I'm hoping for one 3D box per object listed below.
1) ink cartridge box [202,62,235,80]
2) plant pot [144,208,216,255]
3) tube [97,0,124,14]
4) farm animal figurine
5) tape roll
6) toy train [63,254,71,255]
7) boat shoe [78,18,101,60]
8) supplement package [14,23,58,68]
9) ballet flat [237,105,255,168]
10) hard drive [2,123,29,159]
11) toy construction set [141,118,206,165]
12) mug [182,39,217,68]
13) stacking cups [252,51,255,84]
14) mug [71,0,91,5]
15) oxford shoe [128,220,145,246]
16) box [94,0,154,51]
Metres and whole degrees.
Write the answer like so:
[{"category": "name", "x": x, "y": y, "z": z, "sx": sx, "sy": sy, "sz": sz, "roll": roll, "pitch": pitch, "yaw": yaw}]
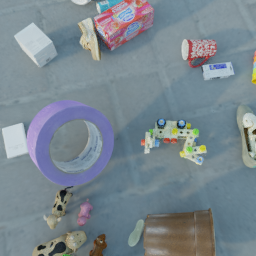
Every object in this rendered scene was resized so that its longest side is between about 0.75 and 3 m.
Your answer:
[{"category": "ink cartridge box", "x": 3.877, "y": -2.452, "z": 12.067, "sx": 1.285, "sy": 0.252, "sz": 0.639, "roll": -7, "pitch": 72, "yaw": -1}, {"category": "plant pot", "x": 1.657, "y": 3.682, "z": 9.108, "sx": 2.135, "sy": 2.156, "sz": 2.156, "roll": -1, "pitch": 71, "yaw": 11}, {"category": "tube", "x": -0.526, "y": -5.829, "z": 13.107, "sx": 1.863, "sy": 0.470, "sz": 0.722, "roll": -21, "pitch": 82, "yaw": -12}, {"category": "farm animal figurine", "x": -2.122, "y": 3.669, "z": 9.420, "sx": 2.702, "sy": 1.425, "sz": 2.732, "roll": -40, "pitch": 76, "yaw": -12}, {"category": "tape roll", "x": -1.968, "y": 0.492, "z": 9.750, "sx": 2.793, "sy": 1.187, "sz": 2.793, "roll": -10, "pitch": 109, "yaw": -30}, {"category": "toy train", "x": -1.275, "y": 4.657, "z": 9.139, "sx": 2.133, "sy": 0.602, "sz": 0.445, "roll": 30, "pitch": 104, "yaw": -23}, {"category": "boat shoe", "x": -1.723, "y": -3.816, "z": 12.263, "sx": 0.779, "sy": 0.830, "sz": 2.252, "roll": -15, "pitch": 63, "yaw": -2}, {"category": "supplement package", "x": -3.920, "y": -3.536, "z": 12.021, "sx": 1.005, "sy": 0.998, "sz": 1.325, "roll": -42, "pitch": 77, "yaw": -12}, {"category": "ballet flat", "x": 4.842, "y": 0.209, "z": 10.862, "sx": 0.886, "sy": 0.837, "sz": 2.629, "roll": 4, "pitch": 71, "yaw": -8}, {"category": "hard drive", "x": -4.468, "y": 0.499, "z": 11.132, "sx": 0.830, "sy": 0.165, "sz": 1.258, "roll": -17, "pitch": 73, "yaw": -5}, {"category": "toy construction set", "x": 1.703, "y": 0.475, "z": 10.706, "sx": 2.518, "sy": 1.160, "sz": 1.651, "roll": 8, "pitch": 72, "yaw": -9}, {"category": "mug", "x": 3.074, "y": -3.309, "z": 12.179, "sx": 1.292, "sy": 1.147, "sz": 0.862, "roll": -6, "pitch": 36, "yaw": -6}, {"category": "stacking cups", "x": 5.631, "y": -2.643, "z": 12.053, "sx": 0.460, "sy": 0.460, "sz": 1.521, "roll": 13, "pitch": 69, "yaw": 4}, {"category": "mug", "x": -1.787, "y": -6.646, "z": 12.771, "sx": 2.127, "sy": 1.570, "sz": 1.865, "roll": 13, "pitch": 73, "yaw": 0}, {"category": "oxford shoe", "x": 0.340, "y": 3.756, "z": 9.999, "sx": 0.375, "sy": 0.288, "sz": 0.997, "roll": 22, "pitch": 80, "yaw": 30}, {"category": "box", "x": -0.144, "y": -4.672, "z": 12.315, "sx": 2.393, "sy": 1.142, "sz": 1.193, "roll": -34, "pitch": 75, "yaw": -10}]
